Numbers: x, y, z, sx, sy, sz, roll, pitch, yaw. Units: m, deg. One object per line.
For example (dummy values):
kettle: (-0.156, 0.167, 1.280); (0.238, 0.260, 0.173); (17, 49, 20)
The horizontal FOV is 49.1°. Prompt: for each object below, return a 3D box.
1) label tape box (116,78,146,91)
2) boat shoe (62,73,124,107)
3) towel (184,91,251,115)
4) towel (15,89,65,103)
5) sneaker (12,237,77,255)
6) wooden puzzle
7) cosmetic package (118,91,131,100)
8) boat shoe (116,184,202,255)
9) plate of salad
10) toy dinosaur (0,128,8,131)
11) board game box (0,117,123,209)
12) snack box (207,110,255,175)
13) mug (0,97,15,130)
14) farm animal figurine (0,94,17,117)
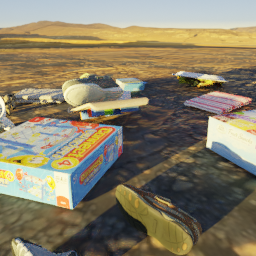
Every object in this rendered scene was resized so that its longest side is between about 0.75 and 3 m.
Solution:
label tape box: (0.170, -2.075, 13.702); (1.099, 0.482, 1.523); (-8, 21, -20)
boat shoe: (-1.213, -1.330, 9.365); (0.830, 0.992, 2.777); (56, 29, 15)
towel: (3.541, -0.966, 10.997); (2.245, 0.336, 1.643); (-19, 27, -36)
towel: (-3.664, -1.359, 11.961); (2.144, 0.370, 1.421); (1, 22, 2)
sneaker: (-1.008, 1.701, 3.620); (1.059, 0.397, 0.612); (28, 28, 34)
wooden puzzle: (-0.687, -0.615, 9.201); (2.022, 0.505, 2.183); (-10, 6, -31)
cosmetic package: (-0.327, -1.194, 11.430); (0.648, 0.398, 1.570); (4, 20, 9)
boat shoe: (0.447, 1.342, 4.368); (0.561, 0.575, 1.520); (-12, 31, -44)
plate of salad: (3.696, -2.467, 14.504); (2.903, 0.697, 2.903); (8, 12, -2)
toy dinosaur: (-4.110, 0.215, 7.095); (2.561, 0.745, 1.295); (-19, 26, -41)
board game box: (-1.692, 0.552, 6.168); (2.478, 0.707, 2.530); (6, 21, 18)
snack box: (3.763, 0.268, 6.599); (2.852, 0.965, 2.405); (-7, 21, -23)
mug: (-3.915, -0.308, 8.118); (1.333, 0.984, 1.169); (29, -26, -10)
farm animal figurine: (-4.637, -0.950, 10.254); (1.416, 0.738, 1.400); (7, 21, 19)
